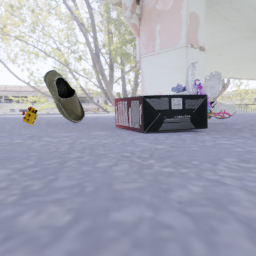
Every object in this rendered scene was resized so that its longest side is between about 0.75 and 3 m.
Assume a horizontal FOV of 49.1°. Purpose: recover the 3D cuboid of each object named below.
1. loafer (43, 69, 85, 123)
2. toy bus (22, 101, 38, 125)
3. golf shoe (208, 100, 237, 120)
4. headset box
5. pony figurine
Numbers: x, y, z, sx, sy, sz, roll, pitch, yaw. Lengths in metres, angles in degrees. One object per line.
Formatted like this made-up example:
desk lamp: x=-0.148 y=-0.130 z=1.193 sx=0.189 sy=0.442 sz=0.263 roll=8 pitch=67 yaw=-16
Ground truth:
loafer: x=-2.307 y=-1.072 z=10.489 sx=0.883 sy=2.348 sz=0.818 roll=-44 pitch=36 yaw=-18
toy bus: x=-3.146 y=-0.421 z=9.222 sx=0.357 sy=0.690 sz=0.651 roll=25 pitch=43 yaw=11
golf shoe: x=3.349 y=-0.707 z=10.489 sx=1.594 sy=0.734 sz=0.579 roll=-9 pitch=48 yaw=-5
headset box: x=0.757 y=-0.443 z=7.824 sx=1.815 sy=0.916 sz=2.442 roll=-3 pitch=5 yaw=-21
pony figurine: x=2.431 y=-1.218 z=10.339 sx=1.749 sy=2.028 sz=2.100 roll=8 pitch=-3 yaw=-29
